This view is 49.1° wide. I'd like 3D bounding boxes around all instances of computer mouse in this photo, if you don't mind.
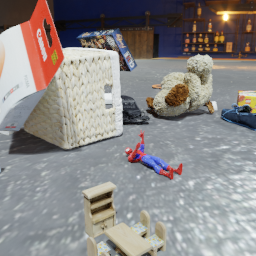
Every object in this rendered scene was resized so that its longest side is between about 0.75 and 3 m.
[{"bbox_3d":[-0.119,-0.615,10.996,1.572,0.598,2.270,-1,29,-9],"label":"computer mouse"}]

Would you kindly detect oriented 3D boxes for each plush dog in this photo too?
[{"bbox_3d":[2.092,-1.245,11.263,2.523,2.357,2.938,-25,-1,-24],"label":"plush dog"}]

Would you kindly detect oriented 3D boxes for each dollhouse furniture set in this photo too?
[{"bbox_3d":[-0.152,1.391,4.037,0.999,0.757,1.140,-13,22,-36],"label":"dollhouse furniture set"}]

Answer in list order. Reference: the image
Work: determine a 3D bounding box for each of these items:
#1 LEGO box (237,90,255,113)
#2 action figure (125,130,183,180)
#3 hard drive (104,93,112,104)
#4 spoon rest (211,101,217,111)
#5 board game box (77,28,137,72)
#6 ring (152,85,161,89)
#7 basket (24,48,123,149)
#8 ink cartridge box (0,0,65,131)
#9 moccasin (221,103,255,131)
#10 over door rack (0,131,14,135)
[{"bbox_3d":[5.720,-1.053,11.860,2.040,0.787,1.519,6,18,18],"label":"LEGO box"},{"bbox_3d":[0.512,0.570,6.716,0.538,0.816,1.649,-15,20,-42],"label":"action figure"},{"bbox_3d":[-1.717,-1.460,13.992,2.341,0.312,1.544,-1,17,-3],"label":"hard drive"},{"bbox_3d":[3.807,-1.098,12.766,0.582,0.355,1.171,0,18,0],"label":"spoon rest"},{"bbox_3d":[-0.694,-2.440,8.911,1.917,1.299,0.332,16,56,48],"label":"board game box"},{"bbox_3d":[2.261,-2.674,18.233,1.400,0.134,1.400,0,18,0],"label":"ring"},{"bbox_3d":[-1.815,-0.996,8.655,2.708,2.683,2.177,17,28,41],"label":"basket"},{"bbox_3d":[-2.612,-1.547,6.680,0.696,2.776,2.251,2,56,-40],"label":"ink cartridge box"},{"bbox_3d":[4.296,-0.498,10.174,0.859,0.728,2.136,-9,19,-26],"label":"moccasin"},{"bbox_3d":[-3.918,-1.155,10.094,0.922,2.045,2.768,5,17,10],"label":"over door rack"}]
